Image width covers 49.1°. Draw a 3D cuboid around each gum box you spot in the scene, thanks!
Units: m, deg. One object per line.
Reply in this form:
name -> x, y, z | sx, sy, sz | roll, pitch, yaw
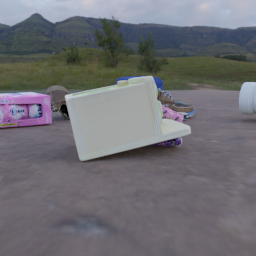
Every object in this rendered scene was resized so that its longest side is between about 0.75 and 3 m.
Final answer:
gum box -> -3.894, -0.693, 9.843 | 1.659, 0.966, 2.923 | -8, 12, -31

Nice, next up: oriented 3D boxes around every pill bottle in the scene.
pill bottle -> 5.492, -0.964, 9.614 | 2.932, 1.623, 1.623 | 7, 12, 38

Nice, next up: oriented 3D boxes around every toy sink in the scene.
toy sink -> -0.065, -0.343, 5.771 | 2.256, 1.264, 1.471 | -13, 12, -10

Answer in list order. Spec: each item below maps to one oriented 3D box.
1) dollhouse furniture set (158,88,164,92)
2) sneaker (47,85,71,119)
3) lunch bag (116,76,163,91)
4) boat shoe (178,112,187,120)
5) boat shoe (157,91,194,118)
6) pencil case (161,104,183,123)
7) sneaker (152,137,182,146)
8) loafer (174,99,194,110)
dollhouse furniture set -> 2.116, -1.410, 13.900 | 1.536, 1.090, 1.217 | 9, 13, 43
sneaker -> -2.230, -0.744, 10.976 | 0.932, 0.999, 2.645 | -15, -19, 23
lunch bag -> 0.458, -1.910, 14.992 | 2.514, 1.708, 1.663 | 5, 11, 28
boat shoe -> 1.698, -0.400, 10.180 | 1.042, 0.322, 0.390 | -3, 7, -32
boat shoe -> 1.278, -0.874, 10.785 | 2.899, 1.049, 1.047 | -4, 10, -21
pencil case -> 1.107, -0.414, 8.173 | 1.095, 0.474, 0.453 | 25, -19, -24
sneaker -> 0.764, 0.286, 6.274 | 0.971, 0.392, 0.405 | -3, 20, 42
loafer -> 2.280, -0.923, 12.644 | 0.633, 0.683, 1.816 | 5, 14, -25
